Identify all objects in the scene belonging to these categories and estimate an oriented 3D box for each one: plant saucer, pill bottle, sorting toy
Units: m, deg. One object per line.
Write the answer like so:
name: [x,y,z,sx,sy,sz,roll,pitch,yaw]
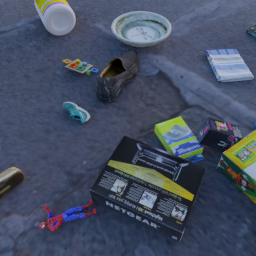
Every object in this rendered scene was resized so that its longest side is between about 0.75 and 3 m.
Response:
plant saucer: [0.596,-4.380,12.803,2.705,0.679,2.705,0,49,0]
pill bottle: [-3.610,-5.758,13.449,1.473,1.473,2.826,-19,53,-15]
sorting toy: [-1.990,-2.562,11.399,1.622,0.221,0.913,22,37,15]

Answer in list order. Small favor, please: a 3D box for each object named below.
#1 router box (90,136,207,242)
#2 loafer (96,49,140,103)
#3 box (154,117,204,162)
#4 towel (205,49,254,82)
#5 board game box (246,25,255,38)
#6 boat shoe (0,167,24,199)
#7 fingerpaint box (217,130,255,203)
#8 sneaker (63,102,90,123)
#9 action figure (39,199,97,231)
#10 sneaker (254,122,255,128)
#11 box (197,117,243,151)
router box: [0.593,1.556,7.783,2.629,0.687,2.067,21,53,17]
loafer: [-0.281,-2.267,10.768,1.067,1.059,2.931,16,51,13]
box: [1.637,0.421,8.953,0.987,0.386,1.618,-18,52,-15]
towel: [4.175,-2.659,11.645,1.490,0.241,2.028,-4,50,-4]
board game box: [6.532,-4.371,13.093,1.096,0.228,1.621,-28,55,-22]
boat shoe: [-3.777,1.689,7.837,0.642,0.604,1.685,26,46,38]
fingerpaint box: [4.235,1.033,8.086,2.455,0.900,2.048,-30,55,-22]
sneaker: [-1.864,-0.549,9.759,1.148,0.445,0.457,28,64,21]
action figure: [-1.611,2.192,7.255,1.484,0.735,0.484,-20,46,-13]
sneaker: [4.835,-0.312,9.509,1.343,0.471,0.523,-32,49,-26]
box: [2.831,0.219,8.688,1.139,0.696,0.604,16,42,-9]
